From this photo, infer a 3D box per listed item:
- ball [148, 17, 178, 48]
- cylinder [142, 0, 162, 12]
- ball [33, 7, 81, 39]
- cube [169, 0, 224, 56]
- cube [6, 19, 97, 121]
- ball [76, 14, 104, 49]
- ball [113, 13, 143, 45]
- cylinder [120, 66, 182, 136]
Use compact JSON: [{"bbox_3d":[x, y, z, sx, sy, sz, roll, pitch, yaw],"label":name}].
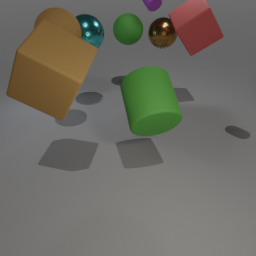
[{"bbox_3d":[1.645,-4.485,13.232,1.400,1.400,1.400,0,31,0],"label":"ball"},{"bbox_3d":[1.020,-5.541,12.074,0.700,0.700,0.700,-15,66,-24],"label":"cylinder"},{"bbox_3d":[-2.113,-2.871,8.428,1.400,1.400,1.400,0,31,0],"label":"ball"},{"bbox_3d":[2.597,-3.960,10.787,1.400,1.400,1.400,-28,42,21],"label":"cube"},{"bbox_3d":[-1.734,-1.310,6.468,1.400,1.400,1.400,26,45,-13],"label":"cube"},{"bbox_3d":[-1.605,-3.588,10.658,1.400,1.400,1.400,0,31,0],"label":"ball"},{"bbox_3d":[0.008,-4.587,13.030,1.400,1.400,1.400,0,31,0],"label":"ball"},{"bbox_3d":[0.601,-0.691,7.571,1.400,1.400,1.400,-7,65,-12],"label":"cylinder"}]
